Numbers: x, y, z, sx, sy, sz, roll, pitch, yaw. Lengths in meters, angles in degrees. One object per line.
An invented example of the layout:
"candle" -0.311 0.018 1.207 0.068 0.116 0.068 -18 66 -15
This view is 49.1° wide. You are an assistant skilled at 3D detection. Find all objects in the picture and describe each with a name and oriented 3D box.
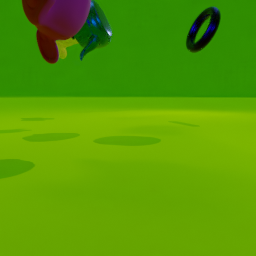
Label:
"ring" 2.441 -3.214 9.193 0.311 1.556 1.556 21 0 -19
"cow figurine" -2.469 -3.483 10.690 1.546 1.572 0.863 -14 31 -13
"teapot" -0.935 -2.283 6.450 0.898 1.834 1.140 -23 -36 16
"monkey head" -1.133 -1.808 3.832 1.196 1.663 1.002 17 1 13
